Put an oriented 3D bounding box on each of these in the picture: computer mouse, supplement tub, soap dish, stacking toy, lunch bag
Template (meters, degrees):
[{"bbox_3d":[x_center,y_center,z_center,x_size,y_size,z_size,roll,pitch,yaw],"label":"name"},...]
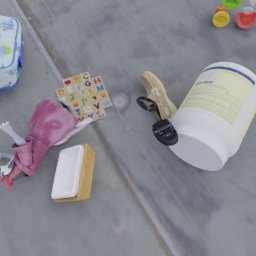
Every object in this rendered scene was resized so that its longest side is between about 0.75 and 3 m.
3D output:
[{"bbox_3d":[0.699,-0.186,7.020,0.516,0.299,1.759,-24,53,-8],"label":"computer mouse"},{"bbox_3d":[2.348,-0.324,7.651,1.851,1.851,2.553,29,67,14],"label":"supplement tub"},{"bbox_3d":[-1.401,1.209,7.311,0.583,1.130,1.436,25,60,-38],"label":"soap dish"},{"bbox_3d":[3.906,-4.321,10.020,1.509,1.366,0.638,10,52,7],"label":"stacking toy"},{"bbox_3d":[-4.489,-2.415,8.813,2.303,1.181,2.865,-2,53,-14],"label":"lunch bag"}]

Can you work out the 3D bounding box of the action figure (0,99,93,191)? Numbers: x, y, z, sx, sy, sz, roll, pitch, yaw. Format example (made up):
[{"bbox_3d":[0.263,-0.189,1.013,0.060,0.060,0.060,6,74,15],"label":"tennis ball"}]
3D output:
[{"bbox_3d":[-2.511,0.521,7.683,1.998,1.797,2.683,28,66,-12],"label":"action figure"}]

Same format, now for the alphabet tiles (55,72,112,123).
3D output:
[{"bbox_3d":[-1.429,-0.969,8.990,1.550,0.059,1.863,-19,65,-9],"label":"alphabet tiles"}]

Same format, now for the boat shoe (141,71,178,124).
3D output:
[{"bbox_3d":[0.850,-0.903,8.599,0.638,0.705,1.978,-25,67,-13],"label":"boat shoe"}]
